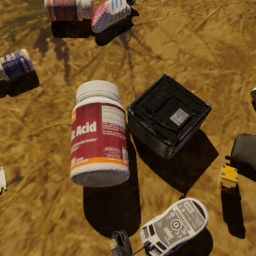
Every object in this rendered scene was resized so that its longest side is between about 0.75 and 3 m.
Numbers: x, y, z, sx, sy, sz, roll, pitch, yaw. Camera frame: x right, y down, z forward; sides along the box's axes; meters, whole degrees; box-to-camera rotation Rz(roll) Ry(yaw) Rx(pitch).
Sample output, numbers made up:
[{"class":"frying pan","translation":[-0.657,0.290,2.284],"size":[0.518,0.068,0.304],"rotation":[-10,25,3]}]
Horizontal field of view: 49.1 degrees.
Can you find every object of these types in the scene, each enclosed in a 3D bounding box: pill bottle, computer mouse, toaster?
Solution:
[{"class":"pill bottle","translation":[-2.414,-5.024,11.664],"size":[1.853,1.058,1.058],"rotation":[1,63,1]},{"class":"pill bottle","translation":[-4.340,-2.271,10.383],"size":[1.509,0.838,0.838],"rotation":[-26,66,-12]},{"class":"computer mouse","translation":[0.963,3.058,7.849],"size":[2.898,0.636,1.589],"rotation":[-29,62,-8]},{"class":"toaster","translation":[1.212,-0.306,9.109],"size":[2.054,1.348,2.272],"rotation":[39,70,18]},{"class":"pill bottle","translation":[-0.887,0.157,8.650],"size":[1.711,1.711,2.996],"rotation":[-4,63,-2]}]

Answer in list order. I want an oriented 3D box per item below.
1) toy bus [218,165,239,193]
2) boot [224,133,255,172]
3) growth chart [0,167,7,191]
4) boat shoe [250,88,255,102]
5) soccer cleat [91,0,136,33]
[{"class":"toy bus","translation":[2.897,1.461,8.169],"size":[0.453,1.392,0.545],"rotation":[18,104,16]},{"class":"boot","translation":[4.528,0.233,9.067],"size":[1.916,1.073,2.769],"rotation":[24,65,17]},{"class":"growth chart","translation":[-4.443,1.691,8.794],"size":[1.237,0.110,0.895],"rotation":[-10,64,-5]},{"class":"boat shoe","translation":[5.140,-1.086,9.014],"size":[0.832,2.613,0.924],"rotation":[-41,110,-9]},{"class":"soccer cleat","translation":[-0.544,-4.833,11.666],"size":[1.091,0.882,2.527],"rotation":[26,66,12]}]
